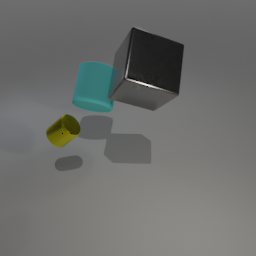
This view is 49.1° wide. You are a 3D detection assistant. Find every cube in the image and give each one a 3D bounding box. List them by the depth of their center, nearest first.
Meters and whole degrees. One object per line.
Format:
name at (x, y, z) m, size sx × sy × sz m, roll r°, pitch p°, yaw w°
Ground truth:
cube at (0.423, -1.412, 7.119) m, size 1.400 × 1.400 × 1.400 m, roll 14°, pitch -16°, yaw -17°

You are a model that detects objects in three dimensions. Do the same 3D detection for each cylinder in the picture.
cylinder at (-1.811, 0.077, 7.868) m, size 0.700 × 0.700 × 0.700 m, roll -35°, pitch 17°, yaw 28°
cylinder at (-1.117, -1.383, 9.688) m, size 1.400 × 1.400 × 1.400 m, roll 9°, pitch -9°, yaw 1°
